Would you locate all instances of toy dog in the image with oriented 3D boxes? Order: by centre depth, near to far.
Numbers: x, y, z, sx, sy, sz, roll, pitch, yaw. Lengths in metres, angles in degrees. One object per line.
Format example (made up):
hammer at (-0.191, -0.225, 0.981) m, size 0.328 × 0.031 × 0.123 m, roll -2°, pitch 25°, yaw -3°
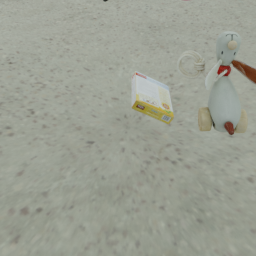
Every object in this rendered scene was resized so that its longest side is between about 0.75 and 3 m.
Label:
toy dog at (2.063, -0.757, 5.925) m, size 1.502 × 2.277 × 1.097 m, roll -21°, pitch 18°, yaw 9°

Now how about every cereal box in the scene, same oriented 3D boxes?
cereal box at (0.488, -0.660, 5.830) m, size 0.862 × 0.237 × 1.198 m, roll 22°, pitch 35°, yaw -16°

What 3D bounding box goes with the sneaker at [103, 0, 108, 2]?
sneaker at (-0.534, -4.005, 7.692) m, size 0.537 × 0.930 × 0.352 m, roll 42°, pitch 28°, yaw -1°
